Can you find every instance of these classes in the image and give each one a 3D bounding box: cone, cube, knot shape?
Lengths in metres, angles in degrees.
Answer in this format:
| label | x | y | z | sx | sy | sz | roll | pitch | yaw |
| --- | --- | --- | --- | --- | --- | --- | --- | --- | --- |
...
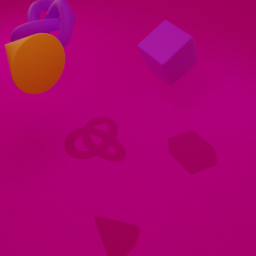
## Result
| label | x | y | z | sx | sy | sz | roll | pitch | yaw |
| --- | --- | --- | --- | --- | --- | --- | --- | --- | --- |
| cone | -1.751 | -1.208 | 4.621 | 0.997 | 0.993 | 0.993 | 31 | 56 | 27 |
| cube | 0.971 | -1.791 | 6.757 | 0.943 | 0.943 | 0.943 | -43 | 59 | -1 |
| knot shape | -1.862 | -2.468 | 6.704 | 1.677 | 0.828 | 1.792 | 19 | 64 | 41 |
